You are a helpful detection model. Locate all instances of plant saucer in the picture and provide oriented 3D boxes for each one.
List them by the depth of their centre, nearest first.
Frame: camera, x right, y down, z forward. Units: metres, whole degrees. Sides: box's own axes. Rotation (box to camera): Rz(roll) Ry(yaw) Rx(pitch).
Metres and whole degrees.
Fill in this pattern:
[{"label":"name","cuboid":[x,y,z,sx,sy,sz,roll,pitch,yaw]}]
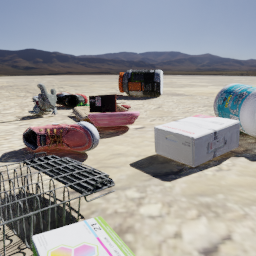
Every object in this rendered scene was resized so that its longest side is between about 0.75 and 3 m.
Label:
[{"label":"plant saucer","cuboid":[-0.443,-0.293,8.960,1.649,0.418,1.649,-2,4,0]}]

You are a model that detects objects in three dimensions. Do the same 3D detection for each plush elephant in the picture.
[{"label":"plush elephant","cuboid":[-3.426,-0.976,11.215,1.019,1.316,1.084,-19,-6,16]}]

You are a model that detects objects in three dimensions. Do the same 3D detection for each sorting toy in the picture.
[{"label":"sorting toy","cuboid":[-1.267,-0.688,11.174,1.797,0.358,2.432,-10,19,-20]}]

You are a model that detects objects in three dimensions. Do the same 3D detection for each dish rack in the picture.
[{"label":"dish rack","cuboid":[-1.495,0.947,3.630,1.917,0.682,2.500,15,18,43]}]

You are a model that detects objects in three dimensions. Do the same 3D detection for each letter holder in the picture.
[{"label":"letter holder","cuboid":[-0.645,-0.859,9.860,1.207,0.607,0.858,2,6,36]}]

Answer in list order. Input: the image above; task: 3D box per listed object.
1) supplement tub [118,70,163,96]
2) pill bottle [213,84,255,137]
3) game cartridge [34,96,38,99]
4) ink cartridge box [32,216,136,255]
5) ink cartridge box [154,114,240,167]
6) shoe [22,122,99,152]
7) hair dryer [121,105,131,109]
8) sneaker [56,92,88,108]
[{"label":"supplement tub","cuboid":[0.817,-2.820,17.514,2.655,1.627,1.627,3,14,12]},{"label":"pill bottle","cuboid":[3.630,-0.517,8.114,1.400,1.400,2.527,-2,13,-9]},{"label":"game cartridge","cuboid":[-4.398,-1.664,15.600,0.973,0.299,1.462,16,20,38]},{"label":"ink cartridge box","cuboid":[-0.636,1.322,2.208,1.373,0.520,1.015,-6,14,-29]},{"label":"ink cartridge box","cuboid":[1.559,0.213,6.391,1.631,0.675,1.195,-15,20,-35]},{"label":"shoe","cuboid":[-1.620,0.257,6.512,1.987,0.710,0.904,5,14,41]},{"label":"hair dryer","cuboid":[-0.321,-0.947,12.535,0.926,0.251,0.705,0,12,-4]},{"label":"sneaker","cuboid":[-2.886,-1.330,13.240,1.863,0.659,0.910,6,12,17]}]
